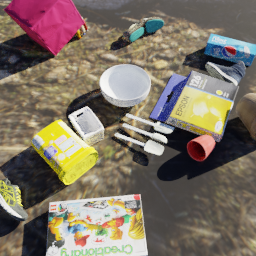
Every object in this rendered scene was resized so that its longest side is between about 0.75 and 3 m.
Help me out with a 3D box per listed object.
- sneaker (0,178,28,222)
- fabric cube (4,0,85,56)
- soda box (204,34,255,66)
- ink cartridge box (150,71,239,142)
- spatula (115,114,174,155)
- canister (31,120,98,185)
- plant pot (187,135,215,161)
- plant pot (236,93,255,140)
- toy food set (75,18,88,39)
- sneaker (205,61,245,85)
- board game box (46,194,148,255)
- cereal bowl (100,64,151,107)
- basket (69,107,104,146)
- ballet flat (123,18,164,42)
[{"bbox_3d":[-3.524,2.108,8.465,1.680,0.626,0.711,35,62,22],"label":"sneaker"},{"bbox_3d":[-3.558,-4.841,12.132,2.027,2.067,2.060,39,85,22],"label":"fabric cube"},{"bbox_3d":[4.520,-3.452,12.361,2.072,0.665,0.703,19,57,14],"label":"soda box"},{"bbox_3d":[2.577,-1.033,10.712,2.686,0.631,2.654,22,58,13],"label":"ink cartridge box"},{"bbox_3d":[0.541,0.170,9.958,1.876,0.151,1.304,20,63,18],"label":"spatula"},{"bbox_3d":[-2.133,0.736,9.321,1.418,0.826,1.909,-38,62,-24],"label":"canister"},{"bbox_3d":[2.521,0.625,9.471,0.700,0.791,0.791,-29,59,-31],"label":"plant pot"},{"bbox_3d":[4.666,-0.505,9.867,1.639,1.639,1.422,-21,42,-14],"label":"plant pot"},{"bbox_3d":[-2.320,-4.866,13.548,0.634,0.598,1.329,-21,38,2],"label":"toy food set"},{"bbox_3d":[4.096,-2.462,11.640,1.559,0.593,1.126,40,74,14],"label":"sneaker"},{"bbox_3d":[-0.896,2.897,7.992,2.720,0.471,1.717,-5,56,-3],"label":"board game box"},{"bbox_3d":[-0.109,-1.548,10.928,1.944,0.810,1.944,0,55,0],"label":"cereal bowl"},{"bbox_3d":[-1.448,-0.016,9.896,0.807,0.735,1.191,-28,59,-18],"label":"basket"},{"bbox_3d":[0.669,-4.789,13.317,2.151,0.730,0.810,-31,52,-16],"label":"ballet flat"}]
